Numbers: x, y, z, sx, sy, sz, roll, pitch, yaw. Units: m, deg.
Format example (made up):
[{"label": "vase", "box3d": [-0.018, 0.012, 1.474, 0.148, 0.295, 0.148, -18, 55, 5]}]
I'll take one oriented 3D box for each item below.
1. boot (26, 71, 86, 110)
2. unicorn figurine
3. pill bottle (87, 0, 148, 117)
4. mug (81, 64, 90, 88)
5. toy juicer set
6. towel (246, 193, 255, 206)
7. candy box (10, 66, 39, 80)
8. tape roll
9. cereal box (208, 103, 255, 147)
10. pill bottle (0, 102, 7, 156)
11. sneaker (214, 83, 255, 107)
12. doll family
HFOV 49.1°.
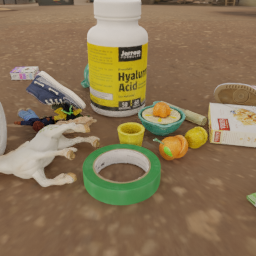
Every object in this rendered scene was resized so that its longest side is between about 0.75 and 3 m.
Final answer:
[{"label": "boot", "box3d": [-1.865, -0.779, 7.273, 1.477, 0.537, 0.667, 35, 74, -3]}, {"label": "unicorn figurine", "box3d": [-1.779, 0.468, 5.577, 1.894, 1.019, 2.758, 1, 12, 19]}, {"label": "pill bottle", "box3d": [-0.287, -1.933, 7.757, 1.644, 2.954, 1.644, 0, 28, 0]}, {"label": "mug", "box3d": [-0.977, -1.732, 9.568, 1.101, 1.340, 0.828, 25, 33, -3]}, {"label": "toy juicer set", "box3d": [1.120, -0.204, 6.859, 1.804, 0.772, 2.836, 14, 30, 24]}, {"label": "towel", "box3d": [2.578, 1.367, 4.612, 0.746, 0.153, 1.000, -9, 28, -21]}, {"label": "candy box", "box3d": [-4.019, -2.143, 10.952, 0.911, 0.326, 0.764, -1, 28, -1]}, {"label": "tape roll", "box3d": [-0.117, 0.831, 5.357, 1.475, 0.354, 1.475, -1, 29, 0]}, {"label": "cereal box", "box3d": [3.164, -0.075, 6.944, 2.243, 0.443, 1.613, 6, 29, 10]}, {"label": "pill bottle", "box3d": [-3.949, 0.067, 5.626, 2.580, 1.445, 1.445, -5, 28, -8]}, {"label": "sneaker", "box3d": [3.797, -0.969, 8.129, 2.573, 0.917, 1.447, 13, 33, 9]}, {"label": "doll family", "box3d": [-1.855, -0.231, 7.044, 1.905, 0.748, 1.101, -22, 39, -27]}]
